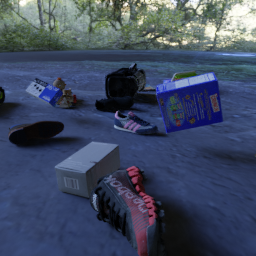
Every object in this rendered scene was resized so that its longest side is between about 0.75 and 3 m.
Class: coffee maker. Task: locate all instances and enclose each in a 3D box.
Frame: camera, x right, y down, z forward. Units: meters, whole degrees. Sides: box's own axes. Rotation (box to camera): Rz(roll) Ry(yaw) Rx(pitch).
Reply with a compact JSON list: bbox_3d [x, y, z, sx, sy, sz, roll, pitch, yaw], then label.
[{"bbox_3d":[-0.397,-2.471,16.098,2.546,1.785,2.651,-17,12,21],"label":"coffee maker"}]

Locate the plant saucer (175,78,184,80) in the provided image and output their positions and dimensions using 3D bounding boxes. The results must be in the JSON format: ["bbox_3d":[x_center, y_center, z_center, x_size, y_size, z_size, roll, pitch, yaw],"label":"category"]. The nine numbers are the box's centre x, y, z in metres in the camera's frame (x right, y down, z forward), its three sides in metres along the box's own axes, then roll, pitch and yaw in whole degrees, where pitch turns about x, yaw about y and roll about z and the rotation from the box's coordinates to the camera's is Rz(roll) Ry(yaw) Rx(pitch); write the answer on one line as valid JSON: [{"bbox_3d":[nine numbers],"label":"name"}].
[{"bbox_3d":[3.910,-3.644,21.114,0.846,0.156,0.848,17,27,39],"label":"plant saucer"}]

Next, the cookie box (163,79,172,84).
[{"bbox_3d":[3.019,-3.213,19.689,0.812,0.305,0.695,-11,22,-27],"label":"cookie box"}]

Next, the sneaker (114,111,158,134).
[{"bbox_3d":[0.280,-0.230,10.812,1.833,0.752,0.643,8,21,21],"label":"sneaker"}]

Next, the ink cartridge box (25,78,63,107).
[{"bbox_3d":[-3.709,-1.598,12.401,1.665,0.368,0.783,27,74,30],"label":"ink cartridge box"}]

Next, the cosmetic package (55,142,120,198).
[{"bbox_3d":[-0.981,1.018,7.380,0.939,0.793,1.758,5,23,23],"label":"cosmetic package"}]

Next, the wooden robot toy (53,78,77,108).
[{"bbox_3d":[-3.464,-2.046,14.948,1.314,1.353,2.981,-6,21,-14],"label":"wooden robot toy"}]

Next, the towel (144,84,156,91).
[{"bbox_3d":[1.092,-2.637,18.332,1.067,0.158,1.456,-6,21,-14],"label":"towel"}]

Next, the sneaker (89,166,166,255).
[{"bbox_3d":[-0.079,1.604,5.496,1.298,0.939,2.657,-3,18,-11],"label":"sneaker"}]

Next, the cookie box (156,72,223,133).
[{"bbox_3d":[1.920,-0.754,8.719,1.796,1.536,0.675,-11,34,13],"label":"cookie box"}]

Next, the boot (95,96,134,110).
[{"bbox_3d":[-0.712,-1.194,13.700,1.638,0.606,1.342,9,18,43],"label":"boot"}]

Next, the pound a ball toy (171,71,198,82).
[{"bbox_3d":[3.810,-2.636,17.458,2.493,1.059,1.626,-17,51,-38],"label":"pound a ball toy"}]

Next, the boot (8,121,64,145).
[{"bbox_3d":[-3.400,-0.012,10.270,1.955,0.730,0.948,-13,26,-26],"label":"boot"}]

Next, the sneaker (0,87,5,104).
[{"bbox_3d":[-7.379,-1.393,13.866,1.209,1.103,2.986,-4,12,10],"label":"sneaker"}]
